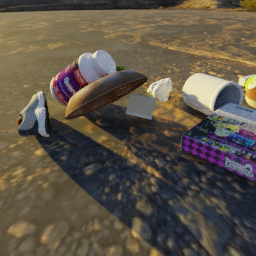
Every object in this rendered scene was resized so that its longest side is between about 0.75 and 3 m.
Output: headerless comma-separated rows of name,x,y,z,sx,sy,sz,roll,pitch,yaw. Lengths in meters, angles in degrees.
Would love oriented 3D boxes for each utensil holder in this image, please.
utensil holder,2.678,-1.042,9.065,1.272,1.272,1.497,-15,29,-26

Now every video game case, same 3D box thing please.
video game case,3.311,0.359,7.056,2.972,0.532,2.694,24,37,35

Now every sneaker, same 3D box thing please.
sneaker,-2.843,-0.458,8.421,0.912,0.851,2.301,-11,30,-11
sneaker,1.091,-1.397,10.517,0.846,0.719,1.912,-2,19,21

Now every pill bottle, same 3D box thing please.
pill bottle,-1.461,-1.610,9.174,2.201,1.237,1.237,-27,11,35

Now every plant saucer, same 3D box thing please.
plant saucer,-0.685,-1.012,8.041,2.636,0.482,2.636,-26,-1,0

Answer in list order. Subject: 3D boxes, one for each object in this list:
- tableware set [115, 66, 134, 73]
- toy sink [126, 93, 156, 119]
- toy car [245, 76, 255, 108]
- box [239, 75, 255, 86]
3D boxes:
tableware set,-1.098,-1.881,10.968,2.814,0.432,1.896,-2,45,4
toy sink,0.420,-0.689,8.499,0.771,0.663,1.183,13,6,5
toy car,5.245,-1.992,9.013,2.332,2.956,2.428,5,28,10
box,5.514,-2.105,12.081,1.659,0.321,0.344,-13,31,-24
